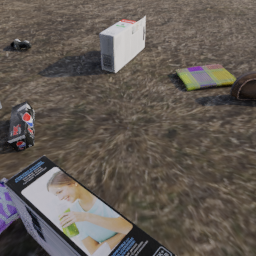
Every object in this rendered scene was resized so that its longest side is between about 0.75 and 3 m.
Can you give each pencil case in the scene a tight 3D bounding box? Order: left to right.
[{"bbox_3d":[-2.841,2.024,5.008,0.980,0.962,2.292,22,46,18],"label":"pencil case"}]

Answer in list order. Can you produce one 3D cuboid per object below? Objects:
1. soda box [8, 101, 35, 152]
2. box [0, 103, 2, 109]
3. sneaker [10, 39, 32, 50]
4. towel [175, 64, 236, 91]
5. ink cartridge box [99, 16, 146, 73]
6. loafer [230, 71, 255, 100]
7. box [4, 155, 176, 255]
[{"bbox_3d":[-2.927,-0.079,7.775,0.528,0.473,1.492,-22,45,3],"label":"soda box"},{"bbox_3d":[-5.074,-0.839,8.947,1.702,0.350,1.327,32,49,32],"label":"box"},{"bbox_3d":[-4.737,-3.620,12.334,1.127,0.375,0.510,18,46,26],"label":"sneaker"},{"bbox_3d":[2.879,-1.878,10.319,1.983,0.226,1.424,-9,41,-9],"label":"towel"},{"bbox_3d":[-0.142,-3.481,11.271,0.676,1.463,2.686,18,43,21],"label":"ink cartridge box"},{"bbox_3d":[4.525,-1.321,9.101,2.413,0.881,0.856,-9,39,-10],"label":"loafer"},{"bbox_3d":[-0.689,1.874,4.639,2.869,1.673,0.863,30,50,29],"label":"box"}]
